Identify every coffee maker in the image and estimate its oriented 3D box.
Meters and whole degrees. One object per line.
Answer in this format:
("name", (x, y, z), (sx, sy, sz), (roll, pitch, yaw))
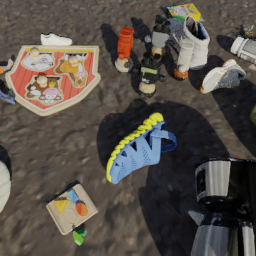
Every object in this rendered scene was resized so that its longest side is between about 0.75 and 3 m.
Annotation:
("coffee maker", (2.286, 2.029, 5.107), (2.436, 1.708, 2.536), (24, 62, -18))

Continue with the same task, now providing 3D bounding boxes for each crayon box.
("crayon box", (2.171, -4.307, 10.571), (1.246, 0.321, 0.783), (-12, 55, -9))

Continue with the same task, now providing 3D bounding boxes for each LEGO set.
("LEGO set", (4.109, -3.091, 9.757), (1.131, 0.321, 0.735), (-39, 60, -10))

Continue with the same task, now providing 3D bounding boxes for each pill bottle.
("pill bottle", (3.957, -2.489, 9.040), (1.104, 0.629, 0.629), (33, 60, 22))

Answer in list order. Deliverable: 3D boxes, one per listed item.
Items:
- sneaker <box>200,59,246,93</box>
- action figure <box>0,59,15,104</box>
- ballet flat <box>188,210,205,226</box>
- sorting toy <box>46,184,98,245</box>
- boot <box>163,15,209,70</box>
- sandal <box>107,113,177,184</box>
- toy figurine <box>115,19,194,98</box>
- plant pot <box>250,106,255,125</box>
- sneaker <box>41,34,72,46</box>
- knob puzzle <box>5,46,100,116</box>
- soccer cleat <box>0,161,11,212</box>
("sneaker", (2.863, -1.430, 8.297), (1.659, 0.628, 0.763), (-34, 65, -21))
("action figure", (-4.128, -1.250, 8.157), (2.025, 1.059, 1.959), (28, 62, -12))
("ballet flat", (1.736, 2.043, 5.918), (0.987, 0.343, 0.343), (18, 56, 9))
("sorting toy", (-1.130, 1.882, 6.101), (0.900, 0.179, 1.218), (-30, 59, -20))
("boot", (1.906, -3.170, 9.164), (0.946, 1.229, 2.572), (-18, 56, -13))
("sandal", (0.386, 0.540, 6.707), (0.963, 0.879, 2.211), (38, 63, 20))
("toy figurine", (0.780, -2.074, 8.346), (2.015, 1.424, 2.047), (-24, 55, -24))
("plant pot", (3.918, 0.005, 6.466), (1.894, 1.894, 1.824), (-21, 54, -15))
("sneaker", (-2.450, -3.009, 9.529), (1.038, 0.459, 0.391), (-1, 52, -1))
("knob puzzle", (-2.313, -1.641, 8.529), (3.251, 0.451, 3.251), (0, 54, 0))
("soccer cleat", (-3.080, 1.647, 5.793), (0.855, 0.957, 2.467), (1, 53, 0))
